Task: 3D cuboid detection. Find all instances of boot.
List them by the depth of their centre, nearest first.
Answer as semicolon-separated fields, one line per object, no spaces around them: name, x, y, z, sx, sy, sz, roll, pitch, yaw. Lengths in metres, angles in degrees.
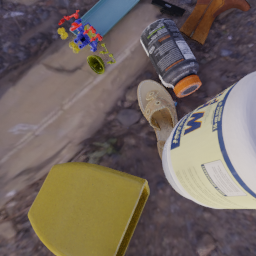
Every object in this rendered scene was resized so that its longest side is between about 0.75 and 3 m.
boot;2.803;-3.548;9.028;1.687;0.614;1.792;29;97;7

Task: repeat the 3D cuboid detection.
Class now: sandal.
sandal;1.032;-0.321;8.101;1.038;0.931;2.831;-15;76;-4

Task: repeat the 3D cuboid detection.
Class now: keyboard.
keyboard;1.344;-4.126;9.737;1.203;0.238;0.626;26;52;9

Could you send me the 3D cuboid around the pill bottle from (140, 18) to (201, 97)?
pill bottle;1.358;-2.078;8.545;1.206;1.206;2.270;-23;74;-7

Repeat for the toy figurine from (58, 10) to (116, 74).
toy figurine;-1.102;-2.849;8.835;2.002;1.056;1.199;48;36;-23

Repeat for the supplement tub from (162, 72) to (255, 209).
supplement tub;2.057;0.424;5.316;2.170;2.993;2.170;4;74;-15

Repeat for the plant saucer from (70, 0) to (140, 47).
plant saucer;-0.612;-3.997;9.622;1.042;0.283;2.982;39;76;11

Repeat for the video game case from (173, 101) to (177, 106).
video game case;0.995;-0.739;8.727;0.890;0.079;0.637;30;75;9

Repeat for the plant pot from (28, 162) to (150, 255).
plant pot;-0.966;2.023;6.869;2.311;2.259;2.244;21;74;14
